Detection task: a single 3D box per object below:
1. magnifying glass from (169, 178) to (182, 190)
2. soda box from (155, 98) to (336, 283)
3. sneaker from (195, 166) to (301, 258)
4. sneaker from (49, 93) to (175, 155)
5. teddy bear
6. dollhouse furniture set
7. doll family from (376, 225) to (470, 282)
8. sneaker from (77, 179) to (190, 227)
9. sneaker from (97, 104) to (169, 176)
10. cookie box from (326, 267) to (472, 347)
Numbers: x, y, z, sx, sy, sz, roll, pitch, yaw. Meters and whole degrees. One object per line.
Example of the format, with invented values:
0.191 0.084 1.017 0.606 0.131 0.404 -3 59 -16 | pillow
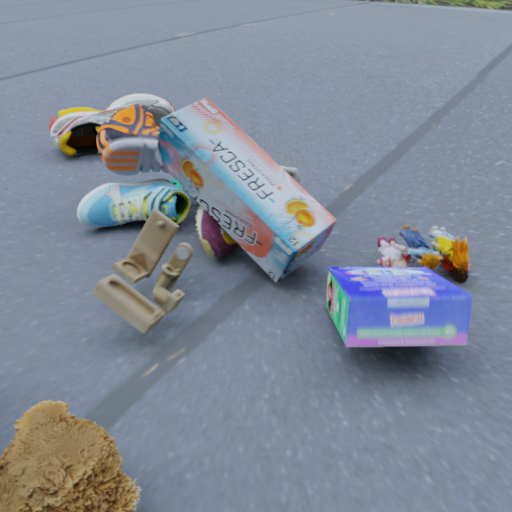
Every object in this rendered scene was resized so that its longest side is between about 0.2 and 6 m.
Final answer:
-1.852 -1.639 12.733 0.694 0.195 1.743 7 32 12 | magnifying glass
-0.256 -1.157 9.571 1.121 1.042 3.279 -35 73 -32 | soda box
-0.085 -0.986 10.558 1.270 1.057 2.820 -8 31 30 | sneaker
-3.612 -3.228 14.465 3.237 1.260 1.330 -18 42 -11 | sneaker
-2.581 2.803 4.876 2.398 1.104 3.307 15 36 7 | teddy bear
-1.578 0.184 8.372 1.252 1.072 1.316 37 23 7 | dollhouse furniture set
2.960 -0.096 9.528 1.785 0.804 1.108 5 33 -12 | doll family
-2.280 -0.959 10.895 2.151 0.856 1.404 -21 28 -28 | sneaker
-1.883 -2.454 11.568 2.785 1.080 1.560 0 46 -29 | sneaker
1.926 0.672 8.040 1.625 0.714 1.899 0 10 0 | cookie box
